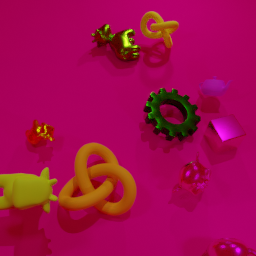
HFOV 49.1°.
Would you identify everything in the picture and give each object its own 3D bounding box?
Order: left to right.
[{"bbox_3d":[-2.194,1.385,6.232,1.677,1.704,0.935,-5,82,8],"label":"cow figurine"},{"bbox_3d":[-2.458,0.190,7.827,0.952,0.523,0.937,-46,47,19],"label":"cow figurine"},{"bbox_3d":[-0.646,1.412,6.993,1.817,0.897,1.942,25,64,15],"label":"knot shape"},{"bbox_3d":[-0.460,-3.003,9.975,1.563,0.872,1.589,-13,66,-7],"label":"cow figurine"},{"bbox_3d":[1.179,-3.455,9.779,1.456,1.363,0.673,33,86,-18],"label":"knot shape"},{"bbox_3d":[1.300,-0.415,8.266,1.675,0.310,1.675,8,58,-13],"label":"gear"},{"bbox_3d":[1.682,1.268,7.125,0.746,0.891,1.238,32,84,24],"label":"monkey head"},{"bbox_3d":[2.709,-1.299,8.710,0.766,0.603,1.232,1,6,-37],"label":"teapot"},{"bbox_3d":[2.721,0.180,7.920,0.745,0.745,0.745,-15,58,-10],"label":"cube"},{"bbox_3d":[2.242,2.824,6.050,1.483,0.922,0.726,-16,49,26],"label":"teapot"}]
